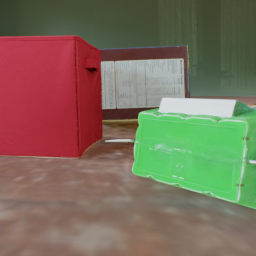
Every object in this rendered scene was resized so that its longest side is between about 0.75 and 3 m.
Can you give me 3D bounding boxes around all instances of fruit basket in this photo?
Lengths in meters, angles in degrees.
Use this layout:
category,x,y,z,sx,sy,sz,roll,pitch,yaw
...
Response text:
category,x,y,z,sx,sy,sz,roll,pitch,yaw
fruit basket,1.208,0.193,3.380,2.072,1.049,2.238,8,8,44

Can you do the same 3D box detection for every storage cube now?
category,x,y,z,sx,sy,sz,roll,pitch,yaw
storage cube,-1.655,-0.612,5.496,2.236,2.010,1.911,0,8,6

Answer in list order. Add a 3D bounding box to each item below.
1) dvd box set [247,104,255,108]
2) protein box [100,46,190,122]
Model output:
category,x,y,z,sx,sy,sz,roll,pitch,yaw
dvd box set,5.740,-0.619,10.424,2.120,0.426,2.897,-9,11,-17
protein box,0.200,-1.148,8.370,2.763,1.864,2.743,-2,1,0
